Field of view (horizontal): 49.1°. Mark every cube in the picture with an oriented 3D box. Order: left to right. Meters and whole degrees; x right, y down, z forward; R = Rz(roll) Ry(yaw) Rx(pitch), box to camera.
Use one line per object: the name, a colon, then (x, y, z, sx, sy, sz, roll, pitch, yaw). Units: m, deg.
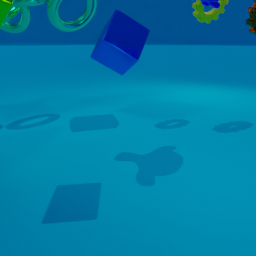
cube: (-3.014, -2.440, 5.003, 1.325, 1.325, 1.325, 8, -34, -43)
cube: (-0.261, -2.632, 8.785, 1.229, 1.229, 1.229, 27, -21, -17)

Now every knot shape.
knot shape: (-3.323, -3.550, 8.050, 1.808, 0.835, 1.691, -34, -1, 8)

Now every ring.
ring: (-1.754, -3.885, 8.959, 1.755, 1.755, 0.351, -16, 57, -40)

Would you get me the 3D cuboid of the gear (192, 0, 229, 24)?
gear: (2.552, -3.846, 8.664, 1.153, 1.153, 0.213, -8, 44, -22)

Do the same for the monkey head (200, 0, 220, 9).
monkey head: (1.770, -3.407, 6.171, 1.376, 1.153, 1.913, 28, 9, 15)

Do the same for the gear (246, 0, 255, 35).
gear: (4.202, -3.473, 8.402, 1.399, 1.399, 0.259, -8, 34, -23)
